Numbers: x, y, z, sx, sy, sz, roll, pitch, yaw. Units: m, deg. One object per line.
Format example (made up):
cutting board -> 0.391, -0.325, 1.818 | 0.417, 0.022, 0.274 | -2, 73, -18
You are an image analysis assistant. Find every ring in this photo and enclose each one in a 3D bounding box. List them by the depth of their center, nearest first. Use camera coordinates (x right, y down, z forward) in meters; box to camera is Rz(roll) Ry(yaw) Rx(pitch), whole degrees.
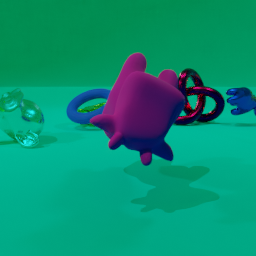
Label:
ring -> -0.901, -0.568, 7.001 | 1.331, 0.266, 1.331 | -11, 37, 8

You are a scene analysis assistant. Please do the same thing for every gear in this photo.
gear -> -0.445, -0.536, 7.982 | 1.991, 0.368, 1.991 | -12, 10, 2

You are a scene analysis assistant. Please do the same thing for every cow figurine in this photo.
cow figurine -> 0.061, -0.124, 2.966 | 0.801, 1.436, 1.460 | 26, -36, -8
cow figurine -> 3.200, -0.685, 7.271 | 1.099, 0.613, 1.117 | -10, -36, 27

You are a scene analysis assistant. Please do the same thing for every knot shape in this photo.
knot shape -> 1.678, -0.689, 7.662 | 1.530, 1.635, 0.755 | -37, 2, -4

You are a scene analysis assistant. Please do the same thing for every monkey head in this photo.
monkey head -> -2.199, -0.124, 5.292 | 1.156, 0.968, 1.606 | -30, 30, -15
